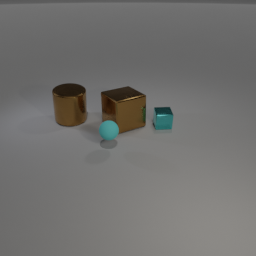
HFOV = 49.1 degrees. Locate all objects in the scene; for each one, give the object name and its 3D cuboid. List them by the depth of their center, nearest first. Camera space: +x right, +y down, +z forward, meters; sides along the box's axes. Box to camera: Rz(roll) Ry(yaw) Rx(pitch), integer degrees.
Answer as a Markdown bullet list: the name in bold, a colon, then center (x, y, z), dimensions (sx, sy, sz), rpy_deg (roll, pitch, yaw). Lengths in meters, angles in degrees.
- **ball**: center (-0.679, 0.086, 9.952), dimensions (0.700, 0.700, 0.700), rpy_deg (0, 28, 0)
- **cube**: center (1.465, -0.412, 11.740), dimensions (0.700, 0.700, 0.700), rpy_deg (-2, 34, -4)
- **cube**: center (-0.191, -0.800, 11.751), dimensions (1.400, 1.400, 1.400), rpy_deg (-16, 31, -27)
- **cylinder**: center (-2.491, -1.017, 12.065), dimensions (1.400, 1.400, 1.400), rpy_deg (3, 33, -2)
